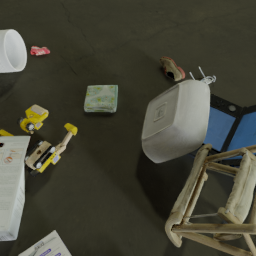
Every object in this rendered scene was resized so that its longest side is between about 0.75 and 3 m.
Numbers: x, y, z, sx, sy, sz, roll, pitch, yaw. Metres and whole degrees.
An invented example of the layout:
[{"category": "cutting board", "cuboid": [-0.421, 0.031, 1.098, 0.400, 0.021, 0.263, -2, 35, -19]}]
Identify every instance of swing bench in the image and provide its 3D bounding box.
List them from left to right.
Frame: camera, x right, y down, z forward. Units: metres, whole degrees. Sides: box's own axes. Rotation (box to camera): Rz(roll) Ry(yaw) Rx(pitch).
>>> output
[{"category": "swing bench", "cuboid": [2.092, 1.527, 6.275, 2.204, 1.430, 2.192, -4, 40, 39]}]

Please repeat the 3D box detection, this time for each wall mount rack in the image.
[{"category": "wall mount rack", "cuboid": [2.881, -1.953, 10.879, 0.970, 0.362, 0.843, -33, 54, -28]}]

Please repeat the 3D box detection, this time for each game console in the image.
[{"category": "game console", "cuboid": [2.878, -0.105, 8.055, 2.004, 1.389, 2.348, 28, 65, 14]}]

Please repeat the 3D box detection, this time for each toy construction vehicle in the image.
[{"category": "toy construction vehicle", "cuboid": [-2.916, 0.471, 8.377, 2.004, 0.810, 2.301, 21, 56, 23]}]

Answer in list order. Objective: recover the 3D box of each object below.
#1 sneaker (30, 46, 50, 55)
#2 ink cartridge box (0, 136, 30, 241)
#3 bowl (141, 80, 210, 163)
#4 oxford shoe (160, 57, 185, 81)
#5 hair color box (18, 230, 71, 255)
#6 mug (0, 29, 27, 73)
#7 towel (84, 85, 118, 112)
[{"category": "sneaker", "cuboid": [-3.851, -3.320, 12.275, 0.901, 0.332, 0.391, 7, 60, 12]}, {"category": "ink cartridge box", "cuboid": [-3.846, 1.491, 7.342, 2.257, 0.666, 2.819, -2, 48, -1]}, {"category": "bowl", "cuboid": [1.192, -0.277, 7.855, 0.818, 2.190, 2.193, 29, 57, -23]}, {"category": "oxford shoe", "cuboid": [1.642, -2.383, 11.207, 0.533, 0.502, 1.424, -28, 51, -17]}, {"category": "hair color box", "cuboid": [-1.447, 3.062, 5.730, 0.891, 0.529, 1.631, -30, 56, -24]}, {"category": "mug", "cuboid": [-5.212, -3.033, 11.264, 1.883, 1.585, 2.147, -3, 16, 9]}, {"category": "towel", "cuboid": [-0.952, -1.087, 10.083, 1.144, 0.322, 1.336, 1, 46, 0]}]
